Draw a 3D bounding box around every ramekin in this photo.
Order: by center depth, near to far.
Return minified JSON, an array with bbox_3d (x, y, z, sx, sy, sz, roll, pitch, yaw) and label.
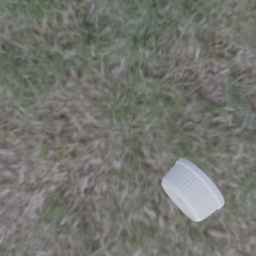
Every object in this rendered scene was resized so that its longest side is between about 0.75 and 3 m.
[{"bbox_3d":[1.229,1.267,5.592,0.642,1.222,1.222,-39,86,-11],"label":"ramekin"}]
